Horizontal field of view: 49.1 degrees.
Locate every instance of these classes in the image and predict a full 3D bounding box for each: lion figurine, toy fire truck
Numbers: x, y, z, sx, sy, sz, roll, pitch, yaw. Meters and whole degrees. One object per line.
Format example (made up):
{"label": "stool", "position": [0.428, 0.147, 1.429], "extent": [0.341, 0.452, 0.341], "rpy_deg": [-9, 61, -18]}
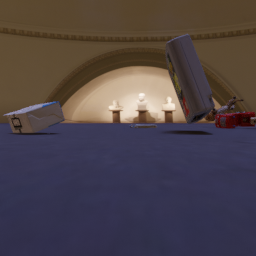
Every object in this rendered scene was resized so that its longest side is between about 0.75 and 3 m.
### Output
{"label": "lion figurine", "position": [2.854, -0.543, 8.420], "extent": [1.197, 0.434, 0.733], "rpy_deg": [-22, -10, 15]}
{"label": "toy fire truck", "position": [3.048, -0.189, 6.877], "extent": [1.498, 0.365, 1.057], "rpy_deg": [-5, 6, -18]}

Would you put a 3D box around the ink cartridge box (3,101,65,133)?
{"label": "ink cartridge box", "position": [-1.318, -0.141, 3.873], "extent": [0.491, 0.287, 0.847], "rpy_deg": [-26, 17, -39]}

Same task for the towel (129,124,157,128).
{"label": "towel", "position": [0.408, -0.053, 7.824], "extent": [0.609, 0.099, 0.829], "rpy_deg": [0, 1, -13]}

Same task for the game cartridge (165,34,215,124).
{"label": "game cartridge", "position": [0.923, -0.713, 4.431], "extent": [0.368, 1.197, 1.799], "rpy_deg": [-16, -7, 7]}
